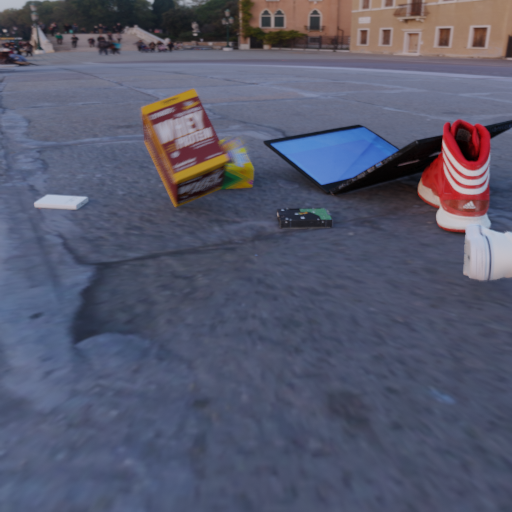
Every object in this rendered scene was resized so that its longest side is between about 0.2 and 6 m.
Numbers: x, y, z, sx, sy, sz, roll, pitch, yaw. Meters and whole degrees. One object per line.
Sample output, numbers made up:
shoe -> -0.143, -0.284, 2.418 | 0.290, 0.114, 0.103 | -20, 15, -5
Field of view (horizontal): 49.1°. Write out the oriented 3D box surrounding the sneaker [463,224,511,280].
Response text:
sneaker -> 3.170, -0.013, 7.484 | 0.714, 0.737, 2.018 | 3, 11, 17

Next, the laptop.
laptop -> 2.864, -2.734, 12.562 | 3.522, 2.053, 3.974 | -18, -5, -35

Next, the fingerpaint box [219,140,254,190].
fingerpaint box -> -0.802, -2.112, 12.811 | 1.190, 0.523, 1.427 | -5, 39, -14

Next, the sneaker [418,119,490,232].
sneaker -> 3.963, -1.788, 10.836 | 1.254, 1.849, 3.200 | 2, 24, 2

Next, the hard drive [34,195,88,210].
hard drive -> -3.968, -1.097, 11.437 | 0.886, 0.116, 0.584 | 3, 24, 8

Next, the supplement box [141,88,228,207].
supplement box -> -1.384, -2.019, 10.752 | 1.049, 1.558, 1.580 | -24, -8, -13

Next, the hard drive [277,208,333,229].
hard drive -> 0.897, -0.703, 10.443 | 0.977, 0.185, 0.683 | -2, 23, -3
